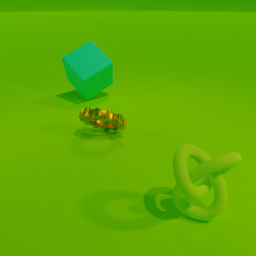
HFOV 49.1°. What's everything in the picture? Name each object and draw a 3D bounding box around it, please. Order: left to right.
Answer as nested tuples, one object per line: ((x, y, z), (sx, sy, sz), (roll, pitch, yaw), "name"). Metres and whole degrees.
((-1.548, -2.242, 11.054), (1.398, 1.398, 1.398), (-36, 71, -18), "cube")
((-0.738, -0.234, 8.140), (1.377, 0.255, 1.377), (10, -14, 3), "gear")
((1.283, 0.870, 4.995), (1.391, 1.487, 0.687), (34, 1, -30), "knot shape")
